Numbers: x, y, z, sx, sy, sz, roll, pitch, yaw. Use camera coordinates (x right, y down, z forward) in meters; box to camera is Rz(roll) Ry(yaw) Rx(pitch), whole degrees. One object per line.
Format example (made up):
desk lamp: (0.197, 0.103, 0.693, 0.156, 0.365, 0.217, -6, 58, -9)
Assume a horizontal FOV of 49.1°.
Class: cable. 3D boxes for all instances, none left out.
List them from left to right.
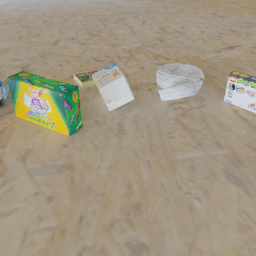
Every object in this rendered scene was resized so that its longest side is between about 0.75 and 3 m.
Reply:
cable: (1.959, -1.437, 11.063, 1.456, 0.504, 1.456, -6, 11, 40)
cable: (2.340, -2.297, 12.624, 2.115, 0.732, 2.115, 7, 33, 14)

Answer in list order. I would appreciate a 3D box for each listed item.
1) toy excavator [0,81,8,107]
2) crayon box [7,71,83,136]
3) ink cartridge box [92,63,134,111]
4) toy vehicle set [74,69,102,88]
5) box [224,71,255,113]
toy excavator: (-5.846, -1.620, 11.480, 2.092, 1.075, 2.152, 2, 20, -1)
crayon box: (-2.847, -0.891, 9.637, 2.633, 1.564, 0.767, 17, 36, 26)
ink cartridge box: (-0.596, -1.615, 10.924, 1.099, 1.080, 1.492, -28, 36, 0)
toy vehicle set: (-1.484, -2.392, 13.207, 1.872, 0.248, 1.163, -16, 36, -24)
box: (4.769, -1.217, 10.452, 0.391, 1.239, 2.252, -26, 41, -34)
